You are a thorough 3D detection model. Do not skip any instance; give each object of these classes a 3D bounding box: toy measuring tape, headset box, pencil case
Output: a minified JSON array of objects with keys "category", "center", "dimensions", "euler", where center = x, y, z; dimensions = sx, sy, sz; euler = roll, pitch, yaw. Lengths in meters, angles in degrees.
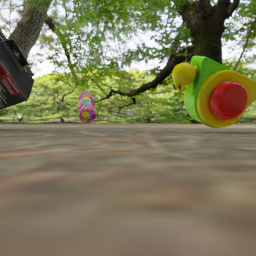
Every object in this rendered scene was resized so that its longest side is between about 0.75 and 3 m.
[{"category":"toy measuring tape","center":[1.748,-0.312,4.396],"dimensions":[2.602,0.957,0.957],"euler":[19,-6,-21]},{"category":"headset box","center":[-3.305,-1.185,5.885],"dimensions":[2.358,1.755,0.910],"euler":[-18,40,9]},{"category":"pencil case","center":[-1.135,-0.578,7.803],"dimensions":[0.501,0.501,1.134],"euler":[0,32,-8]}]
